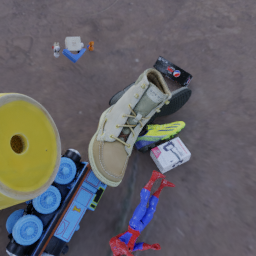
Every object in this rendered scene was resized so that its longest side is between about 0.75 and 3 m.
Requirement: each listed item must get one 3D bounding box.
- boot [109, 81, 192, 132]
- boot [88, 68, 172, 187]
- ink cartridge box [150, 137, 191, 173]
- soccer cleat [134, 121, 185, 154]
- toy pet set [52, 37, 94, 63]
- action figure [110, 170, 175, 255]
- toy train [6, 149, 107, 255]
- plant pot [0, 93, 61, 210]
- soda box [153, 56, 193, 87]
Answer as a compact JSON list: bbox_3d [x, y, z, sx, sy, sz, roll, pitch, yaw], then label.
[{"bbox_3d":[0.636,-0.951,8.346,2.248,0.761,1.468,-29,60,-10],"label":"boot"},{"bbox_3d":[0.086,-0.126,6.514,0.955,2.050,2.651,34,34,-21],"label":"boot"},{"bbox_3d":[1.137,0.719,7.508,0.874,0.369,0.633,-24,60,-16],"label":"ink cartridge box"},{"bbox_3d":[0.869,0.103,7.790,1.599,0.517,0.669,-26,75,-15],"label":"soccer cleat"},{"bbox_3d":[-1.747,-2.501,9.324,1.389,1.297,0.738,-8,94,-18],"label":"toy pet set"},{"bbox_3d":[0.407,2.128,5.987,1.124,0.741,2.270,19,70,53],"label":"action figure"},{"bbox_3d":[-1.547,1.738,6.220,1.437,1.090,2.515,38,66,-23],"label":"toy train"},{"bbox_3d":[-3.000,0.505,5.540,2.781,2.956,2.956,-11,51,27],"label":"plant pot"},{"bbox_3d":[1.456,-1.832,9.126,1.259,0.399,0.446,38,100,23],"label":"soda box"}]
